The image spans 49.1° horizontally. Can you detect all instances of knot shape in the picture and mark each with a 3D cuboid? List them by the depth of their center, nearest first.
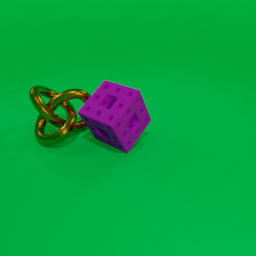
[{"bbox_3d":[-2.053,-0.340,8.266,2.035,0.940,1.905,19,60,-10],"label":"knot shape"}]

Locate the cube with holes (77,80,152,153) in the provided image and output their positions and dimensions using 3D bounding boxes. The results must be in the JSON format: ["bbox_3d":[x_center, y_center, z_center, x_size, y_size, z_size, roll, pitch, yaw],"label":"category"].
[{"bbox_3d":[-0.329,-0.327,7.767,1.259,1.259,1.259,22,64,34],"label":"cube with holes"}]
